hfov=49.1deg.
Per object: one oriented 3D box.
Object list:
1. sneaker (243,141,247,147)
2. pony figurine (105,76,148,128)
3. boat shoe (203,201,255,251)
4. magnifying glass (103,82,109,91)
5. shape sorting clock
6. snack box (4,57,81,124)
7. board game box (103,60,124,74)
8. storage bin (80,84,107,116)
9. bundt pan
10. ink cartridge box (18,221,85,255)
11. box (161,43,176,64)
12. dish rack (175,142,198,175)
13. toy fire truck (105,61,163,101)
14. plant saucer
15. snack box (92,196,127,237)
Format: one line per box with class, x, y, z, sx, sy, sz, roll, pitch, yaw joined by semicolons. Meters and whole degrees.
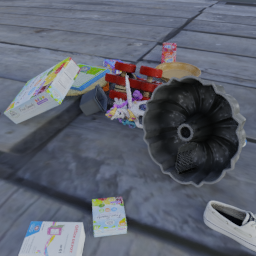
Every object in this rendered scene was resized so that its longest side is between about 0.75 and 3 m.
sneaker;2.855;0.286;8.894;1.853;0.702;0.714;-2;30;-1
pony figurine;0.174;-0.763;10.018;1.957;1.629;1.889;11;42;-11
boat shoe;2.629;2.140;6.197;1.864;0.612;0.671;21;39;28
magnifying glass;-1.049;-2.273;13.120;0.868;0.244;2.182;5;30;-8
shape sorting clock;-2.175;-2.151;12.629;2.993;0.587;2.993;-4;36;3
snack box;-3.003;-1.274;9.790;2.576;0.683;1.832;-17;38;37
board game box;-0.514;-3.064;14.088;0.967;0.322;1.439;-7;33;-30
storage bin;-1.324;-0.990;10.813;0.825;0.894;1.229;-24;31;15
bundt pan;1.829;0.033;7.590;2.932;2.932;1.100;29;28;36
ink cartridge box;-1.543;2.436;5.864;1.160;0.491;0.838;2;33;0
box;2.231;-4.047;15.297;0.756;0.789;1.583;5;34;7
dish rack;1.651;0.819;7.749;0.686;0.894;0.244;-12;34;-23
toy fire truck;0.513;-1.827;11.667;2.670;1.497;2.242;16;13;21
plant saucer;2.381;-2.613;13.511;2.183;0.386;2.183;0;34;0
snack box;-0.450;2.066;6.592;0.757;0.304;0.897;-5;35;-8
